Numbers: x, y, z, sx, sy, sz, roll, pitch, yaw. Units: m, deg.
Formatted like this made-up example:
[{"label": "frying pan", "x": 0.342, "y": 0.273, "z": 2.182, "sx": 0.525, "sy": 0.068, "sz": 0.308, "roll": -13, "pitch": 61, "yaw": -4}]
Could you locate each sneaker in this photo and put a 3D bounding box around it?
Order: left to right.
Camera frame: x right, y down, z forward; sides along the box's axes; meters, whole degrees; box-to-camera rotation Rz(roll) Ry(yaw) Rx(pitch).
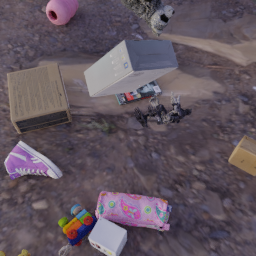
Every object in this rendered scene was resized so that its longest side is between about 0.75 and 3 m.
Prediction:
[{"label": "sneaker", "x": -3.298, "y": 1.435, "z": 9.573, "sx": 2.138, "sy": 0.775, "sz": 1.219, "roll": 25, "pitch": 65, "yaw": 25}]

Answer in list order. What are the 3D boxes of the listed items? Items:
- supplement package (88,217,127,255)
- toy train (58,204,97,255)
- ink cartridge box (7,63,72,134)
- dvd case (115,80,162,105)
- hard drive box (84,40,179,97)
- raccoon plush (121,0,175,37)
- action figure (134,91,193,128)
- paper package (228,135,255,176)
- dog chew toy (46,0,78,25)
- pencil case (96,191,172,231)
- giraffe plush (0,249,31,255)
[{"label": "supplement package", "x": -0.568, "y": 3.211, "z": 8.127, "sx": 0.895, "sy": 0.935, "sz": 0.688, "roll": 23, "pitch": 58, "yaw": 16}, {"label": "toy train", "x": -1.797, "y": 3.091, "z": 8.428, "sx": 1.624, "sy": 0.688, "sz": 0.940, "roll": -38, "pitch": 52, "yaw": -23}, {"label": "ink cartridge box", "x": -3.558, "y": -1.239, "z": 11.223, "sx": 2.137, "sy": 0.974, "sz": 2.594, "roll": -13, "pitch": 56, "yaw": -10}, {"label": "dvd case", "x": 0.342, "y": -1.738, "z": 12.055, "sx": 1.900, "sy": 0.209, "sz": 1.387, "roll": -17, "pitch": 57, "yaw": -10}, {"label": "hard drive box", "x": 0.031, "y": -1.884, "z": 9.108, "sx": 1.933, "sy": 2.480, "sz": 0.953, "roll": -14, "pitch": 86, "yaw": -39}, {"label": "raccoon plush", "x": 0.298, "y": -4.213, "z": 9.623, "sx": 2.634, "sy": 1.765, "sz": 1.274, "roll": 23, "pitch": 65, "yaw": 27}, {"label": "action figure", "x": 1.050, "y": -0.516, "z": 7.672, "sx": 1.785, "sy": 1.061, "sz": 0.911, "roll": -11, "pitch": 86, "yaw": -47}, {"label": "paper package", "x": 4.185, "y": 0.975, "z": 9.579, "sx": 1.091, "sy": 1.145, "sz": 0.592, "roll": 30, "pitch": 60, "yaw": 18}, {"label": "dog chew toy", "x": -3.322, "y": -6.258, "z": 14.664, "sx": 1.270, "sy": 1.270, "sz": 2.039, "roll": 22, "pitch": 49, "yaw": 15}, {"label": "pencil case", "x": 0.165, "y": 2.542, "z": 8.581, "sx": 2.245, "sy": 0.981, "sz": 0.981, "roll": 8, "pitch": 55, "yaw": 5}, {"label": "giraffe plush", "x": -3.189, "y": 3.820, "z": 7.815, "sx": 0.904, "sy": 1.115, "sz": 0.962, "roll": -1, "pitch": 56, "yaw": -36}]
